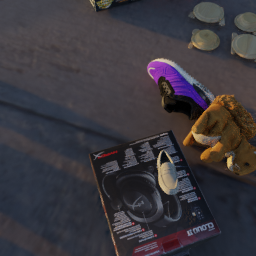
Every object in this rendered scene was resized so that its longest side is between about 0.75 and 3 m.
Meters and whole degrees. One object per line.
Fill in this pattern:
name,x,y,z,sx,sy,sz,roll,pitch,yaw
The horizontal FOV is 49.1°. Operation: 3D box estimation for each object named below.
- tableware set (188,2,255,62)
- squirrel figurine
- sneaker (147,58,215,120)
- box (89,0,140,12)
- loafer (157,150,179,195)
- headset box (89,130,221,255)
tableware set,3.270,-3.211,9.200,2.744,0.318,2.292,16,61,9
squirrel figurine,2.502,0.171,6.664,1.700,1.289,1.822,37,69,13
sneaker,1.202,-1.016,7.609,2.196,0.764,1.092,40,68,21
box,-0.630,-5.754,10.492,2.342,0.678,2.947,-20,61,-12
loafer,0.681,0.762,4.926,0.334,0.334,0.956,-8,32,-3
headset box,0.483,1.583,5.900,1.971,1.023,2.649,-17,61,-10
